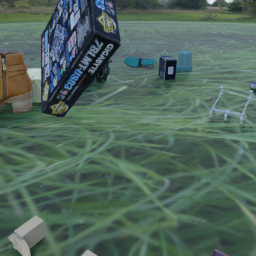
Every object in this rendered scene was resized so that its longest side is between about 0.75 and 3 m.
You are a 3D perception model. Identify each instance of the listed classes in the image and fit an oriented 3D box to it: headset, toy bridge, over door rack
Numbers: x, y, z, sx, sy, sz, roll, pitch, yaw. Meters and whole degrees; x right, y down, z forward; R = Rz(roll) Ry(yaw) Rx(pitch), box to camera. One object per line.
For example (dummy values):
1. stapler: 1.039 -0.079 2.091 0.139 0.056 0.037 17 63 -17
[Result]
1. headset: -1.571 -2.650 12.591 1.630 1.240 2.640 -18 20 -32
2. toy bridge: -0.745 2.040 3.687 2.673 0.364 0.899 16 30 31
3. over door rack: 3.419 -0.732 9.274 1.069 0.482 1.448 14 50 27

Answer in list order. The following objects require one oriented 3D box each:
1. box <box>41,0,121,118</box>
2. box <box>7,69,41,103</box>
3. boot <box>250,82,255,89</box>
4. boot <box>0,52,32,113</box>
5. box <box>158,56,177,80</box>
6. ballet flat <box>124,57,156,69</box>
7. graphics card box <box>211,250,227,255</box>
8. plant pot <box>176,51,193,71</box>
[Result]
1. box: -1.098 -1.789 5.611 0.585 2.339 2.356 12 53 -32
2. box: -3.648 -1.676 10.893 1.912 0.924 1.682 0 25 -3
3. boot: 5.338 -1.723 11.739 0.462 0.372 1.023 3 17 24
4. boot: -4.511 -1.452 9.121 2.617 2.025 0.964 -10 27 -20
5. box: 1.878 -2.883 13.393 0.601 0.969 0.953 -4 26 -12
6. ballet flat: 0.309 -1.576 6.898 0.827 0.297 0.297 8 26 20
7. graphics card box: 1.130 2.302 3.018 1.155 0.468 1.840 18 32 33
8. plant pot: 3.035 -3.593 14.967 0.938 0.919 0.938 1 26 0
